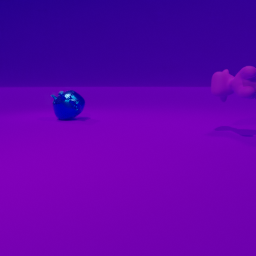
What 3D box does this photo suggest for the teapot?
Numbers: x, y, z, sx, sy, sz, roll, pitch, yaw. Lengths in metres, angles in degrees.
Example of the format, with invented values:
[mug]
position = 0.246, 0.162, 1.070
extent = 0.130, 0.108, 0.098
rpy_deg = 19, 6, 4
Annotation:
[teapot]
position = -2.275, -0.924, 10.343
extent = 1.219, 0.960, 1.961
rpy_deg = -44, 34, -25

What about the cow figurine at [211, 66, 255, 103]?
[cow figurine]
position = 3.053, -1.112, 7.224
extent = 1.691, 0.928, 1.664
rpy_deg = 4, 4, 5
